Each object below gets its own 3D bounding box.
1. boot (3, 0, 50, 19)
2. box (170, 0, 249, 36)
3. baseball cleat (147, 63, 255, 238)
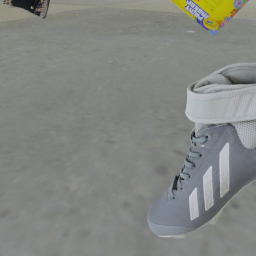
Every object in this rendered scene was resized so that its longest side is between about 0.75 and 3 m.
[{"bbox_3d":[-2.745,-4.014,7.755,1.252,1.657,0.598,10,33,-21],"label":"boot"},{"bbox_3d":[1.931,-3.834,7.087,2.083,1.270,2.006,35,47,-10],"label":"box"},{"bbox_3d":[0.646,0.185,2.281,1.022,1.921,0.670,41,29,-9],"label":"baseball cleat"}]
